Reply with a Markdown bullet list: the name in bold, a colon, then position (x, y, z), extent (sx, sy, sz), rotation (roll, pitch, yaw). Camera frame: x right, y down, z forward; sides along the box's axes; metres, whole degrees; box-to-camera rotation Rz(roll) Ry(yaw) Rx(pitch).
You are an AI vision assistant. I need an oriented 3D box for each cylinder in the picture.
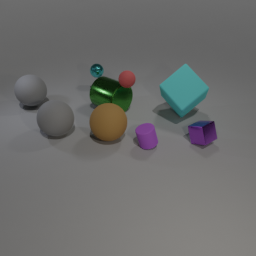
- **cylinder**: position (-0.746, -1.452, 12.441), extent (1.400, 1.400, 1.400), rotation (25, 39, 34)
- **cylinder**: position (0.681, 0.293, 10.110), extent (0.700, 0.700, 0.700), rotation (-13, 32, 9)

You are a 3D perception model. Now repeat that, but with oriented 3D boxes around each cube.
- **cube**: position (2.300, -1.504, 11.630), extent (1.400, 1.400, 1.400), rotation (-40, 76, 1)
- **cube**: position (2.733, 0.166, 10.268), extent (0.700, 0.700, 0.700), rotation (-22, 15, -32)

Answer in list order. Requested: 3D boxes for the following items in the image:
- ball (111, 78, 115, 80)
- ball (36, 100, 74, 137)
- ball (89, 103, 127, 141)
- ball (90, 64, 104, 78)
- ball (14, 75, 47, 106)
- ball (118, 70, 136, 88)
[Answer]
- **ball**: position (-0.863, -2.177, 14.308), extent (0.700, 0.700, 0.700), rotation (0, 31, 0)
- **ball**: position (-2.766, -0.373, 10.709), extent (1.400, 1.400, 1.400), rotation (0, 31, 0)
- **ball**: position (-0.721, -0.217, 10.350), extent (1.400, 1.400, 1.400), rotation (0, 31, 0)
- **ball**: position (-1.568, -2.885, 14.096), extent (0.700, 0.700, 0.700), rotation (0, 31, 0)
- **ball**: position (-4.372, -1.690, 12.615), extent (1.400, 1.400, 1.400), rotation (0, 31, 0)
- **ball**: position (-0.039, -1.993, 11.436), extent (0.700, 0.700, 0.700), rotation (0, 31, 0)
